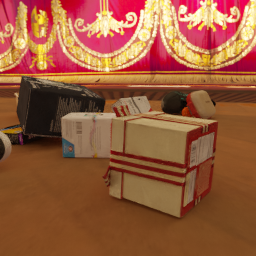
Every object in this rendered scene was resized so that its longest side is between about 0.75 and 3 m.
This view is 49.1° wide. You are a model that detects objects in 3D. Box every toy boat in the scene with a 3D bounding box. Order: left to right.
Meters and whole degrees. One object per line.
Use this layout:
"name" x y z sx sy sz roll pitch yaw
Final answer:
"toy boat" 2.651 -0.762 11.009 1.159 1.157 1.773 -28 -7 34

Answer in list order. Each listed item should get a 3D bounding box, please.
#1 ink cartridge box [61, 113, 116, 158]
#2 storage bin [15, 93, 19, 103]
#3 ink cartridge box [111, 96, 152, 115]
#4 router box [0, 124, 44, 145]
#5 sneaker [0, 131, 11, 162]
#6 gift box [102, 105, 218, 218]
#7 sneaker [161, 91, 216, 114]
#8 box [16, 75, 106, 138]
"ink cartridge box" -0.769 0.136 6.187 1.175 0.862 0.858 1 11 2
"storage bin" -3.421 -0.918 11.415 2.085 0.984 2.100 -5 12 -24
"ink cartridge box" 0.185 -0.460 8.530 1.192 0.860 0.499 -12 -16 -45
"router box" -2.889 0.147 7.568 0.939 0.322 1.259 3 11 13
"sneaker" -3.182 0.451 5.108 2.078 0.735 1.031 -1 11 23
"gift box" 0.392 0.360 3.945 1.295 1.280 1.387 10 8 36
"sneaker" 2.677 -1.103 12.332 2.718 1.025 1.077 -7 15 -31
"box" -1.833 -0.553 7.379 1.847 1.164 1.879 4 16 -28
